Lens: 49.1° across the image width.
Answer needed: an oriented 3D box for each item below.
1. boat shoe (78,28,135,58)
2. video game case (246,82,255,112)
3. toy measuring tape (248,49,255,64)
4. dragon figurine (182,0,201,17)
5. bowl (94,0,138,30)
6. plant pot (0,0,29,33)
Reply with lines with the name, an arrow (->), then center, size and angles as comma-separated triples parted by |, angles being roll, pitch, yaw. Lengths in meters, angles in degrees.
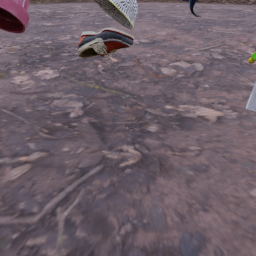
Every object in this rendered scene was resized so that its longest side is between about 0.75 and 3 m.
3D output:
boat shoe -> -0.752, -2.550, 8.631 | 2.413, 0.755, 0.859 | 15, -4, 45
video game case -> 2.726, -0.649, 4.746 | 1.101, 1.002, 0.126 | 14, 24, 6
toy measuring tape -> 4.274, -2.362, 8.275 | 1.477, 0.543, 0.543 | -33, 17, 26
dragon figurine -> 2.271, -4.678, 9.257 | 0.722, 2.452, 1.219 | -38, 39, -17
bowl -> -0.319, -4.302, 9.332 | 1.949, 0.915, 1.949 | 38, 5, -4
plant pot -> -3.051, -3.262, 7.076 | 1.315, 1.177, 1.315 | 15, -12, 3
